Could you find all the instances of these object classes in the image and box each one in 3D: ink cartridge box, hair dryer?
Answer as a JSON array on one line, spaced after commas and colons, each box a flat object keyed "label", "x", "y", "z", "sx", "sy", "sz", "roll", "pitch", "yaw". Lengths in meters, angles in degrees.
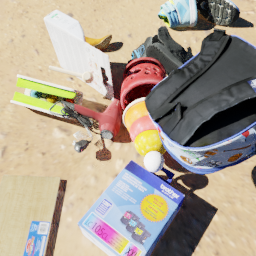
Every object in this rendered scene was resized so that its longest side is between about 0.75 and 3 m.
[{"label": "ink cartridge box", "x": 0.232, "y": 2.009, "z": 6.989, "sx": 1.701, "sy": 0.952, "sz": 2.493, "roll": 31, "pitch": 59, "yaw": 20}, {"label": "ink cartridge box", "x": -1.377, "y": -2.341, "z": 9.238, "sx": 2.738, "sy": 2.203, "sz": 0.686, "roll": 33, "pitch": 65, "yaw": 21}, {"label": "hair dryer", "x": -0.998, "y": -0.411, "z": 8.554, "sx": 2.351, "sy": 0.639, "sz": 1.791, "roll": -24, "pitch": 75, "yaw": -38}]

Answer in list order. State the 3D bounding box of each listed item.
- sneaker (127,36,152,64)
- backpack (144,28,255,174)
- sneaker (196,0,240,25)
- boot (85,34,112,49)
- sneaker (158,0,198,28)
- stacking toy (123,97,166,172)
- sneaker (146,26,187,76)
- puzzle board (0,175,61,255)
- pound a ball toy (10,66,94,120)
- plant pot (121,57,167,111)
[{"label": "sneaker", "x": 0.503, "y": -2.894, "z": 10.581, "sx": 0.709, "sy": 0.634, "sz": 1.732, "roll": 14, "pitch": 56, "yaw": 10}, {"label": "backpack", "x": 1.673, "y": -0.369, "z": 5.414, "sx": 2.435, "sy": 1.969, "sz": 2.556, "roll": -27, "pitch": 44, "yaw": -5}, {"label": "sneaker", "x": 3.611, "y": -5.585, "z": 12.166, "sx": 2.999, "sy": 1.175, "sz": 1.349, "roll": 39, "pitch": 61, "yaw": 24}, {"label": "boot", "x": -1.403, "y": -3.427, "z": 11.017, "sx": 1.021, "sy": 0.502, "sz": 1.426, "roll": 35, "pitch": 68, "yaw": 17}, {"label": "sneaker", "x": 1.904, "y": -5.312, "z": 11.543, "sx": 1.570, "sy": 0.956, "sz": 2.405, "roll": -11, "pitch": 94, "yaw": -2}, {"label": "stacking toy", "x": 0.611, "y": 0.328, "z": 7.635, "sx": 1.533, "sy": 1.533, "sz": 2.099, "roll": 0, "pitch": 47, "yaw": 0}, {"label": "sneaker", "x": 1.729, "y": -2.351, "z": 9.955, "sx": 2.949, "sy": 0.886, "sz": 1.538, "roll": 49, "pitch": 45, "yaw": 9}, {"label": "puzzle board", "x": -2.735, "y": 2.252, "z": 7.271, "sx": 1.611, "sy": 0.186, "sz": 2.138, "roll": 3, "pitch": 56, "yaw": 1}, {"label": "pound a ball toy", "x": -2.317, "y": -1.217, "z": 9.018, "sx": 2.412, "sy": 1.025, "sz": 1.573, "roll": 15, "pitch": 91, "yaw": 10}, {"label": "plant pot", "x": 0.581, "y": -1.298, "z": 8.935, "sx": 1.614, "sy": 1.614, "sz": 1.469, "roll": 0, "pitch": 47, "yaw": 0}]
